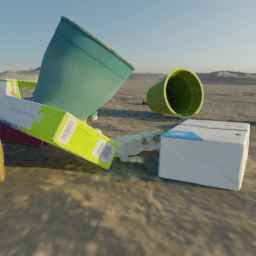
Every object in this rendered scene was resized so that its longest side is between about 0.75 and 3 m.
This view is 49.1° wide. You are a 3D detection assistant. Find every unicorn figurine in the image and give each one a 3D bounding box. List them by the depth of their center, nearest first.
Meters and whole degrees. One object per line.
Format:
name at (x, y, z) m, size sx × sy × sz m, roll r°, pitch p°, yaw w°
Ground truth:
unicorn figurine at (0.042, 0.325, 6.393) m, size 2.290 × 0.846 × 1.573 m, roll 10°, pitch -4°, yaw -38°

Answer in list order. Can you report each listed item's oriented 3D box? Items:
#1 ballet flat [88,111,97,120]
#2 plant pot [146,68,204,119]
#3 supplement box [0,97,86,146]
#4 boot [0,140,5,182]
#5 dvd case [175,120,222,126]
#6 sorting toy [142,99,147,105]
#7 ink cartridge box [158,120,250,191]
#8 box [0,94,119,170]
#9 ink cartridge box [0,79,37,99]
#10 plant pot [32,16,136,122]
ballet flat at (-1.391, -0.528, 11.270) m, size 0.436 × 0.436 × 1.176 m, roll -1°, pitch 21°, yaw -6°
plant pot at (1.882, -1.400, 12.544) m, size 2.141 × 2.141 × 2.033 m, roll -6°, pitch 0°, yaw -29°
supplement box at (-2.426, -0.325, 8.344) m, size 1.477 × 1.165 × 2.257 m, roll 6°, pitch 13°, yaw 21°
boot at (-3.530, 0.450, 5.036) m, size 2.133 × 0.999 × 2.745 m, roll -7°, pitch 17°, yaw -31°
dvd case at (2.762, -0.051, 9.610) m, size 1.847 × 0.148 × 1.373 m, roll -5°, pitch 12°, yaw -24°
sorting toy at (1.268, -1.644, 17.174) m, size 1.018 × 0.351 × 0.353 m, roll -9°, pitch 14°, yaw -35°
ink cartridge box at (1.696, 0.359, 5.793) m, size 1.426 × 0.821 × 2.462 m, roll 5°, pitch 12°, yaw 25°
box at (-1.606, 0.025, 5.803) m, size 2.566 × 0.611 × 1.564 m, roll 16°, pitch -13°, yaw 40°
ink cartridge box at (-4.427, -0.897, 9.759) m, size 2.108 × 1.081 × 2.853 m, roll -14°, pitch -2°, yaw 28°
plant pot at (-1.214, -1.228, 6.752) m, size 2.072 × 1.947 × 2.072 m, roll 35°, pitch 7°, yaw -5°
